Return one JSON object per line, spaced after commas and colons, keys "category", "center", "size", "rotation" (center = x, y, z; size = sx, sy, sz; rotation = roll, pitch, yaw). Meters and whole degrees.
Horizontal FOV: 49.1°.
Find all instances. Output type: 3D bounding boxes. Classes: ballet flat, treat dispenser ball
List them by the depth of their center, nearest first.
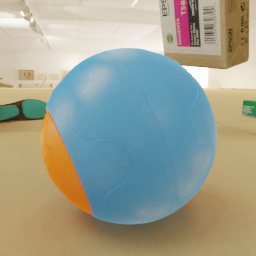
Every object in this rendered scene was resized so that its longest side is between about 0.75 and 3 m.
{"category": "treat dispenser ball", "center": [0.009, 0.073, 2.852], "size": [1.719, 1.719, 1.719], "rotation": [0, 10, 0]}
{"category": "ballet flat", "center": [-3.750, -0.607, 9.660], "size": [2.154, 0.732, 0.737], "rotation": [-6, 4, -35]}

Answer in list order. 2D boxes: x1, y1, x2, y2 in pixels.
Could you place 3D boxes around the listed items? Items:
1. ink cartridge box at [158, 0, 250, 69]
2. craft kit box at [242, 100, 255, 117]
{"category": "ink cartridge box", "center": [1.683, -2.678, 6.454], "size": [0.908, 2.417, 1.991], "rotation": [-25, 27, -30]}
{"category": "craft kit box", "center": [6.189, -0.625, 9.955], "size": [2.885, 0.709, 2.921], "rotation": [1, 10, -12]}
